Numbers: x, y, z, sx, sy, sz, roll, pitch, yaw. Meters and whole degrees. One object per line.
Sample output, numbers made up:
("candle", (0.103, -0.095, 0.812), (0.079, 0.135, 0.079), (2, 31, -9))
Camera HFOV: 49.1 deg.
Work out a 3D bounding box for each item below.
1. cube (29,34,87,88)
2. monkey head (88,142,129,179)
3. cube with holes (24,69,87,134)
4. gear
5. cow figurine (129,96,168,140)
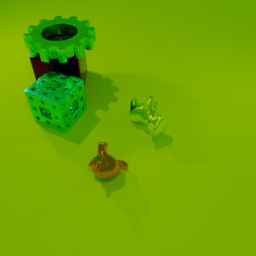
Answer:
("cube", (-2.099, -2.005, 8.828), (1.391, 1.391, 1.391), (0, 47, 0))
("monkey head", (-0.507, 0.775, 6.630), (0.678, 0.809, 1.124), (15, 8, 42))
("cube with holes", (-1.965, -0.764, 7.867), (1.115, 1.115, 1.115), (21, 51, 18))
("gear", (-1.975, -2.653, 8.211), (2.013, 0.372, 2.013), (0, 47, 0))
("cow figurine", (0.507, -0.273, 7.691), (1.215, 0.667, 1.196), (-3, 61, 32))
